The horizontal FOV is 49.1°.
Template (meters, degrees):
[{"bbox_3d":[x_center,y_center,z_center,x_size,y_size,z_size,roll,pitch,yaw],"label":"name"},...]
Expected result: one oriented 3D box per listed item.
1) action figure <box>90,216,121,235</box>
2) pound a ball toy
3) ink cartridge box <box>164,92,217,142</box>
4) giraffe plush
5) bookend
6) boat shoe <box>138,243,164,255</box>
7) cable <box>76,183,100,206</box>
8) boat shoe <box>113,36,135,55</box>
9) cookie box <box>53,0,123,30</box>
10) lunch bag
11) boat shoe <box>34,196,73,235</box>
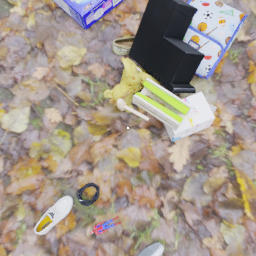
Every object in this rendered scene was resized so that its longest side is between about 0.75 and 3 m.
[{"bbox_3d":[-0.823,3.490,9.955,1.133,0.293,0.371,-23,76,-4],"label":"action figure"},{"bbox_3d":[0.852,-0.654,9.688,2.173,0.923,1.417,33,74,10],"label":"pound a ball toy"},{"bbox_3d":[2.334,-0.449,10.669,1.843,1.185,1.154,-22,73,-3],"label":"ink cartridge box"},{"bbox_3d":[0.049,-1.579,10.978,1.835,2.126,1.724,38,105,7],"label":"giraffe plush"},{"bbox_3d":[1.737,-3.252,10.219,1.340,2.910,2.892,-6,41,-40],"label":"bookend"},{"bbox_3d":[0.521,4.674,9.451,1.873,0.674,0.581,-39,99,-7],"label":"boat shoe"},{"bbox_3d":[-1.423,2.434,10.305,0.896,0.227,0.731,-30,75,-10],"label":"cable"},{"bbox_3d":[0.371,-3.571,12.008,2.062,0.646,0.756,-10,72,-3],"label":"boat shoe"},{"bbox_3d":[-2.044,-6.239,12.641,2.416,1.061,2.825,-43,77,-12],"label":"cookie box"},{"bbox_3d":[3.016,-3.735,11.532,2.453,1.787,2.885,33,89,10],"label":"lunch bag"},{"bbox_3d":[-2.635,3.076,9.909,1.667,0.582,0.591,-43,77,-12],"label":"boat shoe"}]
